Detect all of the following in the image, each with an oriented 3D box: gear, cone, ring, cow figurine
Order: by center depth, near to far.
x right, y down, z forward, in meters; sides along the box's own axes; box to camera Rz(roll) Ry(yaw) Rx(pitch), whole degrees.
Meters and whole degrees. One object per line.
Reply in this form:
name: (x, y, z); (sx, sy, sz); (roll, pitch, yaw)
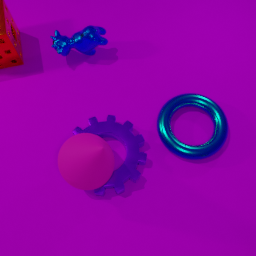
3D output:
cone: (-0.687, 0.551, 5.694); (1.290, 1.294, 1.290); (7, 71, -20)
gear: (-0.531, 0.636, 6.769); (1.931, 0.357, 1.931); (0, 67, 0)
ring: (1.616, -0.069, 7.045); (1.793, 0.359, 1.793); (0, 68, 1)
cow figurine: (-1.352, -2.377, 7.589); (1.269, 1.290, 0.708); (-1, 76, -45)

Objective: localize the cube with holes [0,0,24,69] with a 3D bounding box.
cube with holes: (-3.728, -2.470, 7.582); (1.264, 1.264, 1.264); (-13, 68, -5)
